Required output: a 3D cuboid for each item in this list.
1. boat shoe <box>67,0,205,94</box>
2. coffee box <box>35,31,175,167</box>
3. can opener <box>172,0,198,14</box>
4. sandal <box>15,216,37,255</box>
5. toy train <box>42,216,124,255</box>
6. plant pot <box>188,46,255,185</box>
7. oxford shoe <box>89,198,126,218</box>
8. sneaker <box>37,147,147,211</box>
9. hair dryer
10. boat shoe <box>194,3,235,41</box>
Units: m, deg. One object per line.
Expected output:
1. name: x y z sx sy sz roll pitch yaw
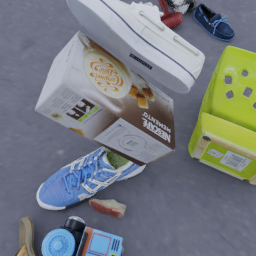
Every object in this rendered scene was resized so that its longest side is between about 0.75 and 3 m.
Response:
1. boat shoe: 0.230 -1.704 4.922 2.640 0.936 0.921 33 81 -7
2. coffee box: -0.287 -0.446 5.384 2.484 0.990 1.421 32 46 -28
3. can opener: 1.584 -5.014 10.309 0.798 0.632 2.401 -8 57 -44
4. sandal: -2.233 2.722 5.892 0.463 0.689 1.714 11 48 -39
5. toy train: -1.107 3.215 5.396 1.603 1.217 2.806 15 62 2
6. plant pot: 2.784 -0.095 6.588 2.368 2.379 2.159 24 70 13
7. oxford shoe: -0.490 1.853 6.675 0.909 0.322 0.336 19 39 10
8. sneaker: -0.851 0.987 6.650 2.845 1.096 1.077 -27 66 -13
9. hair dryer: 1.328 -3.999 9.654 1.374 0.490 1.804 29 78 22
10. boat shoe: 2.876 -3.568 9.438 0.703 0.574 1.671 -41 69 -20
